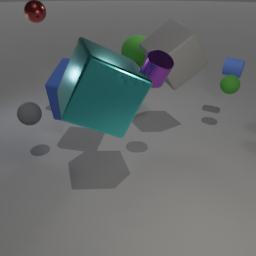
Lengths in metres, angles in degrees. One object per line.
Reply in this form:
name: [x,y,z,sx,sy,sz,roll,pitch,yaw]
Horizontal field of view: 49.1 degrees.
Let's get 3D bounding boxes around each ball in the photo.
ball: [0.407,-3.316,12.217,1.400,1.400,1.400,0,28,0]
ball: [3.734,-1.588,10.245,0.700,0.700,0.700,0,28,0]
ball: [-2.912,-0.424,8.279,0.700,0.700,0.700,0,28,0]
ball: [-3.062,-3.850,9.257,0.700,0.700,0.700,0,28,0]

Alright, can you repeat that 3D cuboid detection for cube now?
cube: [-0.570,-0.863,5.978,1.400,1.400,1.400,17,24,-27]
cube: [1.489,-2.400,9.144,1.400,1.400,1.400,-38,46,4]
cube: [-1.498,-1.111,8.584,1.400,1.400,1.400,9,48,8]

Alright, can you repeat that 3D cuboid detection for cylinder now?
cylinder: [4.170,-2.391,11.077,0.700,0.700,0.700,18,33,21]
cylinder: [0.712,-1.495,7.117,0.700,0.700,0.700,10,52,-14]
